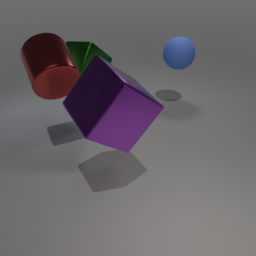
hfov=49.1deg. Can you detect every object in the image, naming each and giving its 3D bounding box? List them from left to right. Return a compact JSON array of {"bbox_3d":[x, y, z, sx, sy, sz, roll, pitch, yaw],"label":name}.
[{"bbox_3d":[-2.275,-1.796,8.230,1.400,1.400,1.400,-15,60,-24],"label":"cylinder"},{"bbox_3d":[-1.727,-2.475,11.128,1.400,1.400,1.400,14,-6,35],"label":"cube"},{"bbox_3d":[-0.357,-0.514,6.358,1.400,1.400,1.400,23,19,-46],"label":"cube"},{"bbox_3d":[2.232,-3.256,12.226,1.400,1.400,1.400,0,29,0],"label":"ball"}]
